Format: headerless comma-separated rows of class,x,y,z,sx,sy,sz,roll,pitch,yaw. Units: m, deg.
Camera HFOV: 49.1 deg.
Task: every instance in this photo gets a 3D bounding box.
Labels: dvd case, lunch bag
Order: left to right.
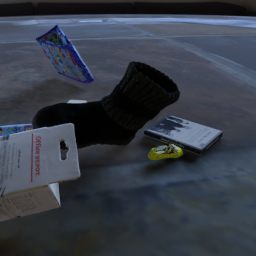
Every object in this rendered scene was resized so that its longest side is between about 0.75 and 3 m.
lunch bag,-2.623,0.265,7.307,1.214,0.759,1.613,-4,3,0
lunch bag,-2.612,-3.068,12.316,1.258,2.013,2.674,-39,46,-10
dvd case,1.612,0.147,8.212,1.861,0.230,1.398,21,33,34

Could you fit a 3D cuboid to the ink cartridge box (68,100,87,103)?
ink cartridge box,-1.831,-0.647,9.620,0.632,0.367,0.876,5,27,10

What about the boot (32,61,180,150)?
boot,-0.468,-0.554,6.607,3.043,2.275,1.145,-1,59,-40

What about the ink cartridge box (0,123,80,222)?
ink cartridge box,-2.144,0.882,5.333,2.510,0.851,1.456,-12,47,-6

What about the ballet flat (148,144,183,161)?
ballet flat,1.005,0.587,7.128,1.070,0.358,0.357,-7,37,-26
